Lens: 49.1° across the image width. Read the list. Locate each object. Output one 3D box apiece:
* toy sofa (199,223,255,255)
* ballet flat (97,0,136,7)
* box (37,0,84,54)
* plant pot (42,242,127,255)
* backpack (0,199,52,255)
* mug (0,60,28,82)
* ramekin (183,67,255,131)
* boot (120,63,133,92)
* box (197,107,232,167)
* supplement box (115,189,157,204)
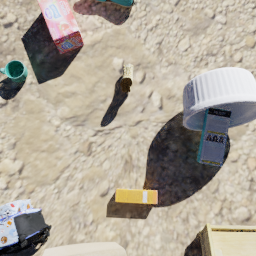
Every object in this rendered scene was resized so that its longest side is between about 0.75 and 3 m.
[{"bbox_3d":[3.886,3.980,9.425,2.785,1.359,1.153,0,53,0],"label":"toy sofa"},{"bbox_3d":[-0.761,-5.645,11.657,2.380,0.827,0.827,21,79,3],"label":"ballet flat"},{"bbox_3d":[-2.692,-4.298,11.077,1.073,1.164,2.268,-23,79,-5],"label":"box"},{"bbox_3d":[-1.110,4.854,8.483,2.383,2.689,2.692,-12,77,-15],"label":"plant pot"},{"bbox_3d":[-3.895,3.316,9.055,2.049,2.151,1.657,-31,74,-1],"label":"backpack"},{"bbox_3d":[-4.374,-2.216,10.924,0.930,0.575,0.764,32,80,7],"label":"mug"},{"bbox_3d":[3.163,-0.926,9.637,2.703,2.703,1.318,-4,70,-1],"label":"ramekin"},{"bbox_3d":[-0.017,-2.002,10.527,0.464,1.275,0.991,5,76,3],"label":"boot"},{"bbox_3d":[3.120,0.321,10.203,0.836,0.500,2.033,10,90,1],"label":"box"},{"bbox_3d":[0.286,2.426,9.963,1.477,0.491,0.508,1,78,0],"label":"supplement box"}]
